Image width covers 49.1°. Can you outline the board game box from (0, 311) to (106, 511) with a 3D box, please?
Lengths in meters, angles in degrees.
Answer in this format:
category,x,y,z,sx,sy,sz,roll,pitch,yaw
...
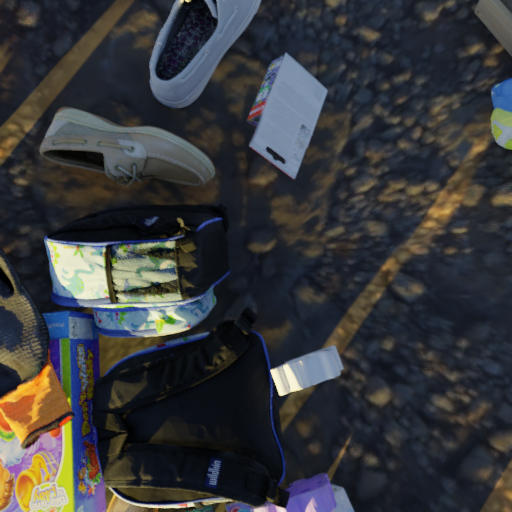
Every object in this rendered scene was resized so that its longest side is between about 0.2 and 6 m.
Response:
category,x,y,z,sx,sy,sz,roll,pitch,yaw
board game box,-3.828,2.129,7.079,3.688,0.826,2.479,-7,79,9

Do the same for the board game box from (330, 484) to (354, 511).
category,x,y,z,sx,sy,sz,roll,pitch,yaw
board game box,0.086,4.559,6.691,3.249,0.556,2.184,-22,80,-19

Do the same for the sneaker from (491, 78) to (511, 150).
category,x,y,z,sx,sy,sz,roll,pitch,yaw
sneaker,4.508,-2.306,8.148,2.292,0.868,1.204,-8,73,-6

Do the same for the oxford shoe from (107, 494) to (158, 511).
category,x,y,z,sx,sy,sz,roll,pitch,yaw
oxford shoe,-1.723,4.015,7.071,0.792,0.810,2.222,8,80,1

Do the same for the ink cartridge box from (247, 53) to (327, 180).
category,x,y,z,sx,sy,sz,roll,pitch,yaw
ink cartridge box,0.376,-1.933,7.933,0.886,0.409,1.626,32,67,-29

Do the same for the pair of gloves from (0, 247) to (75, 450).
category,x,y,z,sx,sy,sz,roll,pitch,yaw
pair of gloves,-3.847,1.396,6.580,3.084,0.381,2.747,-33,76,2

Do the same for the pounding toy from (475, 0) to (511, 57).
category,x,y,z,sx,sy,sz,roll,pitch,yaw
pounding toy,4.246,-3.762,8.535,1.262,0.897,1.162,-35,81,5

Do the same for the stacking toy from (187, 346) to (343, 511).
category,x,y,z,sx,sy,sz,roll,pitch,yaw
stacking toy,-0.258,3.232,6.759,4.172,0.980,3.145,-23,80,11

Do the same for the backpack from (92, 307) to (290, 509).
category,x,y,z,sx,sy,sz,roll,pitch,yaw
backpack,-0.836,2.015,6.963,2.193,1.773,2.302,-6,69,-5

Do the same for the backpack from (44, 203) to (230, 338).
category,x,y,z,sx,sy,sz,roll,pitch,yaw
backpack,-1.518,0.170,7.211,2.114,1.934,1.553,0,102,10

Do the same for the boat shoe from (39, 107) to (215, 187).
category,x,y,z,sx,sy,sz,roll,pitch,yaw
boat shoe,-1.823,-1.356,7.922,2.489,0.898,0.808,18,67,6

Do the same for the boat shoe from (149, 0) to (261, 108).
category,x,y,z,sx,sy,sz,roll,pitch,yaw
boat shoe,-0.742,-3.602,8.228,1.041,0.990,2.890,34,87,1
